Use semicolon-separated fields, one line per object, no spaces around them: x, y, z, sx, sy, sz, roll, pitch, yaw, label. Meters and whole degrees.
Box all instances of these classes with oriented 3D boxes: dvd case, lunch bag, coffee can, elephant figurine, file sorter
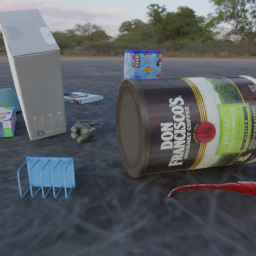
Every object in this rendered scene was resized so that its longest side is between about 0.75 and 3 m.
-2.212;-1.356;12.533;1.830;0.201;1.336;14;22;37;dvd case
0.292;-2.375;12.513;1.346;2.154;2.861;-5;18;-19;lunch bag
1.157;-0.088;5.415;2.456;1.797;1.797;-5;17;-15;coffee can
-1.081;0.074;7.254;0.635;0.579;0.818;35;10;13;elephant figurine
-1.326;0.824;4.594;0.796;0.552;0.488;1;19;4;file sorter

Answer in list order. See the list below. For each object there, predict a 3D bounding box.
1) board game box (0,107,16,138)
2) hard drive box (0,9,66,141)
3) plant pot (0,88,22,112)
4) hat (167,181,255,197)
-4.620;-0.098;7.783;2.767;0.477;1.873;-6;18;-19;board game box
-2.338;-1.286;6.994;0.973;2.532;1.974;-16;52;-21;hard drive box
-4.473;-0.998;10.081;1.206;0.812;1.206;-4;14;1;plant pot
2.814;1.022;4.392;2.829;2.490;2.343;48;38;12;hat
